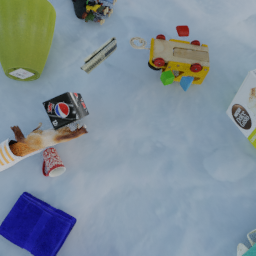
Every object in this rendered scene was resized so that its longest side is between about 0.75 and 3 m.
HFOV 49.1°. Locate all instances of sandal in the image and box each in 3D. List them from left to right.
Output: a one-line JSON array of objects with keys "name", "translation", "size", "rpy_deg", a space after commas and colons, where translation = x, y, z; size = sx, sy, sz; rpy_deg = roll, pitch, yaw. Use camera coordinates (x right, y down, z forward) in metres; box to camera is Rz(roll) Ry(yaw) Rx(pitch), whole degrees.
[{"name": "sandal", "translation": [-3.719, 0.648, 9.190], "size": [2.255, 0.646, 0.864], "rpy_deg": [-26, 56, -17]}, {"name": "sandal", "translation": [-2.231, -6.086, 12.687], "size": [1.002, 0.638, 2.665], "rpy_deg": [-19, 66, -9]}]

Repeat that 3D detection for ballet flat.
[{"name": "ballet flat", "translation": [3.576, 3.424, 7.916], "size": [2.137, 0.720, 0.752], "rpy_deg": [-35, 44, -16]}]

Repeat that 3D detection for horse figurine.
[{"name": "horse figurine", "translation": [-2.533, 0.187, 9.065], "size": [2.505, 0.625, 1.660], "rpy_deg": [-8, 21, -7]}]

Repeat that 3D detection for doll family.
[{"name": "doll family", "translation": [-1.326, -5.336, 12.225], "size": [1.167, 0.792, 2.019], "rpy_deg": [21, 49, 10]}]

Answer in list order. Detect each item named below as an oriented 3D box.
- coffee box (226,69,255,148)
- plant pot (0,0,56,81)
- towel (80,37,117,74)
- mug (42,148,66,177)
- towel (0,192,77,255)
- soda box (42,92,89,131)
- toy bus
[{"name": "coffee box", "translation": [5.108, -0.726, 8.941], "size": [2.441, 2.437, 2.414], "rpy_deg": [-26, 66, -12]}, {"name": "plant pot", "translation": [-3.918, -3.195, 10.477], "size": [2.471, 2.471, 2.641], "rpy_deg": [-4, 77, -2]}, {"name": "towel", "translation": [-0.794, -1.963, 7.651], "size": [1.206, 1.161, 0.208], "rpy_deg": [-41, 94, 2]}, {"name": "mug", "translation": [-2.512, 1.124, 9.092], "size": [0.733, 0.551, 0.826], "rpy_deg": [-23, 62, -13]}, {"name": "towel", "translation": [-2.683, 2.868, 8.221], "size": [1.944, 0.482, 1.435], "rpy_deg": [24, 65, 12]}, {"name": "soda box", "translation": [-1.843, -0.588, 8.746], "size": [0.787, 2.484, 0.879], "rpy_deg": [-23, 97, 0]}, {"name": "toy bus", "translation": [1.670, -2.427, 10.411], "size": [2.519, 1.379, 2.669], "rpy_deg": [-33, 70, -23]}]
